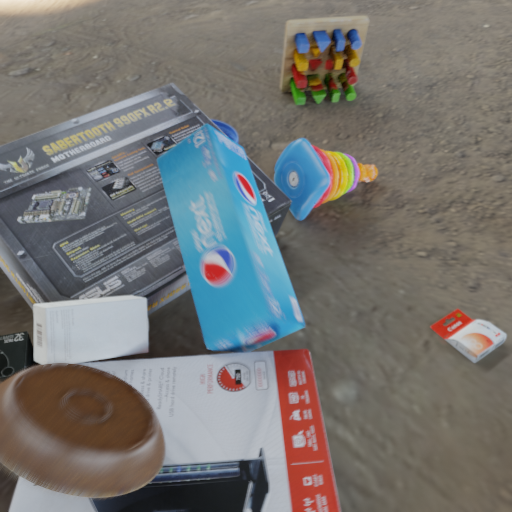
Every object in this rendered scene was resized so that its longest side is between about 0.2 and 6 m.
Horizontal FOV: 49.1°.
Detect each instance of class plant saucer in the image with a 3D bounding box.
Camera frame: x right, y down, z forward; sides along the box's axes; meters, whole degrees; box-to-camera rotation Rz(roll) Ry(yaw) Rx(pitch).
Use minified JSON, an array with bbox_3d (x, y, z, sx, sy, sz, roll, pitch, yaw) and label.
[{"bbox_3d":[-1.552,1.441,5.024,1.667,0.287,1.667,24,13,-6],"label":"plant saucer"}]

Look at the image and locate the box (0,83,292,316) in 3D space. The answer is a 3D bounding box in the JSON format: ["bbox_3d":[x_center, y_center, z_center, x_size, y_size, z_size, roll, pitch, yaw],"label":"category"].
[{"bbox_3d":[-1.886,-0.767,8.336,3.879,0.938,3.072,-33,70,-32],"label":"box"}]

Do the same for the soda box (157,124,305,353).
[{"bbox_3d":[-0.372,-0.229,7.085,0.933,0.883,2.751,-29,63,23],"label":"soda box"}]

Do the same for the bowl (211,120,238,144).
[{"bbox_3d":[-1.169,-2.221,11.192,1.629,0.320,1.629,0,41,0],"label":"bowl"}]

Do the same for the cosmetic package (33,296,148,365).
[{"bbox_3d":[-1.880,0.838,6.450,1.208,0.681,0.490,-1,2,-38],"label":"cosmetic package"}]

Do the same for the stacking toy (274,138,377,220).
[{"bbox_3d":[1.407,-1.430,9.859,1.988,1.154,1.091,-11,62,-34],"label":"stacking toy"}]

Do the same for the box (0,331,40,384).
[{"bbox_3d":[-3.257,1.643,6.325,1.471,0.914,1.092,-9,42,-11],"label":"box"}]

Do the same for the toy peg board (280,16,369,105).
[{"bbox_3d":[1.566,-4.260,12.540,1.818,1.811,0.889,-7,57,-8],"label":"toy peg board"}]

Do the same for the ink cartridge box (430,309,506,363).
[{"bbox_3d":[2.870,1.020,7.590,0.628,0.194,0.774,-25,50,-26],"label":"ink cartridge box"}]

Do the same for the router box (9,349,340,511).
[{"bbox_3d":[-0.732,2.440,5.310,2.961,0.806,3.300,-4,37,-3],"label":"router box"}]
